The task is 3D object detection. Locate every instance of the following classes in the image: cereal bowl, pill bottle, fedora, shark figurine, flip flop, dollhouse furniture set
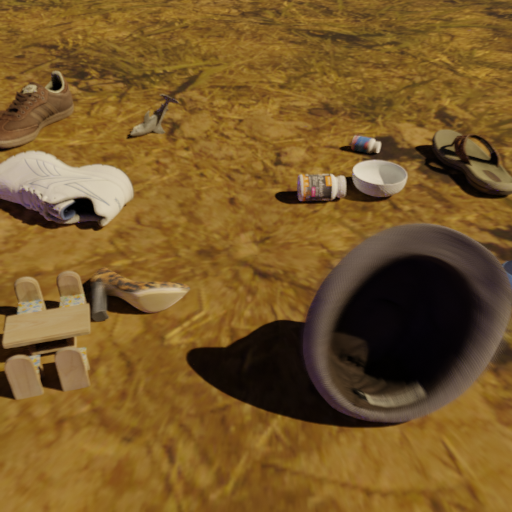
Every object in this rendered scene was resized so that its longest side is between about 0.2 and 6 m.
[{"bbox_3d":[2.724,-1.656,12.483,1.194,0.497,1.194,0,35,0],"label":"cereal bowl"},{"bbox_3d":[1.410,-1.487,12.177,1.000,0.582,0.582,-2,36,-2],"label":"pill bottle"},{"bbox_3d":[1.839,0.807,7.485,2.455,2.776,1.254,22,13,-9],"label":"fedora"},{"bbox_3d":[-2.617,-3.656,15.121,0.642,1.538,0.919,48,12,1],"label":"shark figurine"},{"bbox_3d":[2.791,-2.813,14.213,0.672,0.377,0.377,16,38,22],"label":"pill bottle"},{"bbox_3d":[5.152,-2.375,13.203,1.163,0.826,2.868,-5,36,-7],"label":"flip flop"},{"bbox_3d":[-3.512,0.928,8.082,2.085,1.385,1.827,-9,36,-12],"label":"dollhouse furniture set"}]

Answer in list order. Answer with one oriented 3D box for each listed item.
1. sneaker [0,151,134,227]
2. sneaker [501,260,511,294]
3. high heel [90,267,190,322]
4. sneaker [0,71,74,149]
[{"bbox_3d":[-4.174,-1.331,11.553,3.084,1.149,1.343,5,41,8],"label":"sneaker"},{"bbox_3d":[5.249,0.103,9.547,2.556,1.051,0.945,-9,39,-10],"label":"sneaker"},{"bbox_3d":[-1.983,0.432,9.446,1.645,0.587,1.173,-13,42,-5],"label":"high heel"},{"bbox_3d":[-6.220,-4.012,15.156,1.148,1.231,3.259,10,36,14],"label":"sneaker"}]
